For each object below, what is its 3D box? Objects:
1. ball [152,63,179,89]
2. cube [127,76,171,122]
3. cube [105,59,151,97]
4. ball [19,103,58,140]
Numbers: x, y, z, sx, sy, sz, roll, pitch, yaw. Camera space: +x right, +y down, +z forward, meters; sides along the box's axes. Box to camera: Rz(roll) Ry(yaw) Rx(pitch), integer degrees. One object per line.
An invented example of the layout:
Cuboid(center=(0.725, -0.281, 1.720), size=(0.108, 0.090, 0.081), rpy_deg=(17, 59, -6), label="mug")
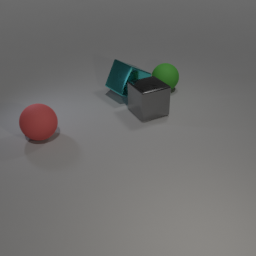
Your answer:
Cuboid(center=(1.900, -2.600, 14.319), size=(1.400, 1.400, 1.400), rpy_deg=(0, 32, 0), label="ball")
Cuboid(center=(0.903, -1.305, 12.357), size=(1.400, 1.400, 1.400), rpy_deg=(-16, 36, -21), label="cube")
Cuboid(center=(0.001, -2.335, 13.603), size=(1.400, 1.400, 1.400), rpy_deg=(8, 20, -44), label="cube")
Cuboid(center=(-3.384, -0.227, 10.622), size=(1.400, 1.400, 1.400), rpy_deg=(0, 32, 0), label="ball")
